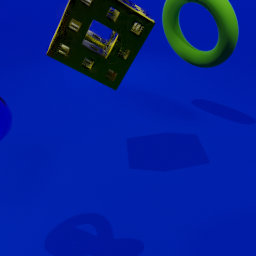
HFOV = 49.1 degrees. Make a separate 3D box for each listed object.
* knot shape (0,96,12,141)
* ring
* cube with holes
[{"bbox_3d":[-1.648,-0.066,2.462,1.346,1.438,0.665,-24,8,31],"label":"knot shape"},{"bbox_3d":[1.559,-2.242,6.298,0.389,1.947,1.947,-39,46,-23],"label":"ring"},{"bbox_3d":[-0.419,-1.516,4.395,1.143,1.143,1.143,25,25,-16],"label":"cube with holes"}]
